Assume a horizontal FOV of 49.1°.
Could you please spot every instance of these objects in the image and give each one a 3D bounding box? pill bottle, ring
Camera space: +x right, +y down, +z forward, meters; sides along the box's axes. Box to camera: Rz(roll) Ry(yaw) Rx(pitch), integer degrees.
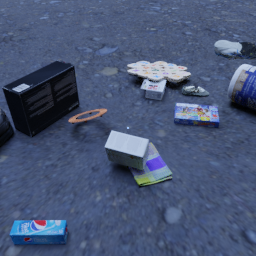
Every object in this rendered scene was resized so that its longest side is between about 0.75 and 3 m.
[{"bbox_3d":[5.336,-1.272,10.428,2.782,1.544,1.544,28,45,32],"label":"pill bottle"},{"bbox_3d":[-1.366,-0.394,9.611,1.363,0.131,1.363,-13,16,4],"label":"ring"}]

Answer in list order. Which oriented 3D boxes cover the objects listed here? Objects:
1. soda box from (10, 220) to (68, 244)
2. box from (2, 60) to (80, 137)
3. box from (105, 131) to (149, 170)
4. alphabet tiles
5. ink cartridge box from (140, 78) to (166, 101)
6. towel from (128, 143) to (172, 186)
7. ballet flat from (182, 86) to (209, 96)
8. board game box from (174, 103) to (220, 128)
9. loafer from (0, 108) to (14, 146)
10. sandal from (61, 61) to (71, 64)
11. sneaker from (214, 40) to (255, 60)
[{"bbox_3d":[-2.046,2.430,6.525,1.222,0.414,0.392,-1,37,0],"label":"soda box"},{"bbox_3d":[-2.977,-1.111,10.054,0.979,1.752,2.483,20,41,29],"label":"box"},{"bbox_3d":[-0.003,0.652,8.089,1.122,0.855,0.597,14,58,13],"label":"box"},{"bbox_3d":[1.418,-2.649,13.061,2.817,0.206,2.755,23,34,32],"label":"alphabet tiles"},{"bbox_3d":[1.070,-1.672,11.851,0.934,0.446,1.064,11,38,11],"label":"ink cartridge box"},{"bbox_3d":[0.539,1.060,8.492,1.124,0.178,1.565,-13,39,-14],"label":"towel"},{"bbox_3d":[2.866,-1.569,11.798,1.144,0.364,0.385,3,38,4],"label":"ballet flat"},{"bbox_3d":[2.544,-0.504,10.474,1.595,0.275,1.080,6,38,8],"label":"board game box"},{"bbox_3d":[-4.688,0.462,8.562,1.069,1.061,2.936,8,39,9],"label":"loafer"},{"bbox_3d":[-3.414,-3.231,14.070,1.068,0.241,0.401,3,38,4],"label":"sandal"},{"bbox_3d":[3.318,-2.291,8.482,0.551,0.556,1.533,-46,44,-13],"label":"sneaker"}]
